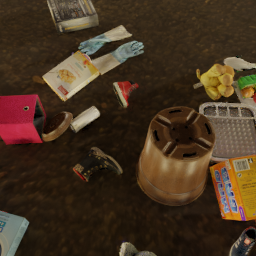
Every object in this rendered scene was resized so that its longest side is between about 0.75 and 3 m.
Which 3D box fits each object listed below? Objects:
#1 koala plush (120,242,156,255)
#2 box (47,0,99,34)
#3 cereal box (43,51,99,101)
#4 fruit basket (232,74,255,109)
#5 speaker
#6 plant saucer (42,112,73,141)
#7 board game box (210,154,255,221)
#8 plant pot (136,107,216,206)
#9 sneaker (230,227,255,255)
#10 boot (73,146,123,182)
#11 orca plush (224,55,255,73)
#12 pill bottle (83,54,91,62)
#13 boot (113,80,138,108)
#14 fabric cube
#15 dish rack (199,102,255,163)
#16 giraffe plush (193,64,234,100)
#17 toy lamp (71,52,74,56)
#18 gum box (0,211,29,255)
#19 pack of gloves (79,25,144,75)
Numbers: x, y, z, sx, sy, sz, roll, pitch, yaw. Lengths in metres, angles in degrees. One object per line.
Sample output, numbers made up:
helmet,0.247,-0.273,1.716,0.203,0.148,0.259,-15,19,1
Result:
koala plush,0.339,4.228,7.433,1.864,1.932,2.102,17,45,11
box,-3.113,-6.522,15.513,2.273,0.694,2.870,-17,57,-11
cereal box,-2.440,-2.268,12.080,1.999,0.395,1.438,-41,74,-14
fruit basket,5.436,-1.421,12.036,1.578,0.798,1.703,-14,72,-10
speaker,-1.758,-0.361,11.301,1.265,0.514,0.514,-38,63,-24
plant saucer,-2.785,-0.123,10.804,1.482,0.238,1.482,-27,34,20
board game box,3.855,1.812,8.729,1.751,1.749,1.749,-8,74,-6
plant pot,1.589,0.821,9.213,2.618,2.592,2.618,0,54,0
sneaker,3.544,3.552,8.532,0.483,0.545,1.289,30,61,19
boot,-1.084,1.449,9.986,1.575,0.576,1.186,34,60,26
orca plush,5.346,-3.027,13.136,1.567,0.824,0.557,1,11,29
pill bottle,-2.261,-2.871,12.928,0.633,0.633,1.127,26,59,17
boot,0.041,-1.529,12.139,1.055,0.530,1.463,-13,52,-10
fabric cube,-4.072,-0.319,10.723,1.414,1.418,1.391,-2,56,-1
dish rack,3.959,0.240,10.839,2.315,0.587,2.697,3,55,1
giraffe plush,4.012,-2.177,12.238,1.478,1.573,1.823,-30,24,-31
toy lamp,-2.427,-3.478,13.683,0.777,0.226,0.226,26,59,20
gum box,-4.609,3.733,8.381,2.218,0.582,2.611,12,56,8
pack of gloves,-0.823,-4.150,13.933,2.958,0.584,2.485,-32,60,-20
